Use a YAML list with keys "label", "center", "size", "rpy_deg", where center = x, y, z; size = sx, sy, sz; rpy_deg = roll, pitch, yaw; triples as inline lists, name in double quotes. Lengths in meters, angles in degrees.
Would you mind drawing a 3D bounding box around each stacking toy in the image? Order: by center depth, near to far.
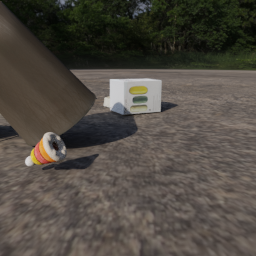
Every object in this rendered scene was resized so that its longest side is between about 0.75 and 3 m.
- label: "stacking toy"
  center: [-1.619, 0.496, 5.245]
  size: [0.812, 0.593, 0.593]
  rpy_deg: [-28, 7, 17]

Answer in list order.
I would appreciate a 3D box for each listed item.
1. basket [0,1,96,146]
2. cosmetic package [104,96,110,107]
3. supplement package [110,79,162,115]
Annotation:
- label: "basket"
  center: [-2.523, -1.231, 6.534]
  size: [2.545, 2.823, 1.920]
  rpy_deg: [-10, 38, 42]
- label: "cosmetic package"
  center: [-0.590, -1.207, 12.645]
  size: [0.558, 0.394, 1.077]
  rpy_deg: [15, 18, 21]
- label: "supplement package"
  center: [0.289, -1.299, 11.261]
  size: [1.697, 1.288, 1.279]
  rpy_deg: [-6, 15, -27]
